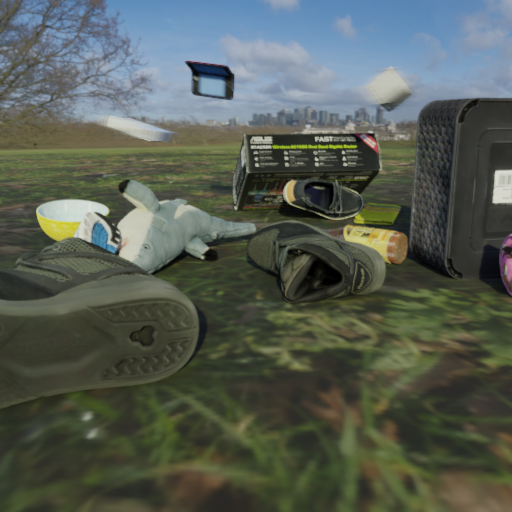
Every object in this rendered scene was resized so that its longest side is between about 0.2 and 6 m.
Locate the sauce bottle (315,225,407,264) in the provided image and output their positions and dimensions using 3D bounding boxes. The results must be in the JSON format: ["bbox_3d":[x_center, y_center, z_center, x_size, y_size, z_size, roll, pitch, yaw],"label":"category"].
[{"bbox_3d":[1.838,-0.256,10.339,1.844,0.609,0.609,10,17,36],"label":"sauce bottle"}]

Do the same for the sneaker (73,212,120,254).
[{"bbox_3d":[-2.587,0.261,8.213,0.804,0.929,2.145,35,25,-19],"label":"sneaker"}]

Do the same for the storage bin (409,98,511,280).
[{"bbox_3d":[3.775,-1.148,9.285,1.903,2.815,1.319,-3,15,-11],"label":"storage bin"}]

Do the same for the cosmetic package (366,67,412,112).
[{"bbox_3d":[2.852,-3.532,11.942,0.654,0.552,1.224,-37,-6,24],"label":"cosmetic package"}]

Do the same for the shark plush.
[{"bbox_3d":[-1.330,-0.197,10.268,1.433,1.563,3.441,38,17,30],"label":"shark plush"}]

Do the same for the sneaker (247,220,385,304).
[{"bbox_3d":[0.538,0.041,8.386,2.459,0.940,1.409,20,18,42],"label":"sneaker"}]

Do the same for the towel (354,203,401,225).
[{"bbox_3d":[3.181,-1.112,14.566,0.972,0.204,2.259,4,15,18],"label":"towel"}]

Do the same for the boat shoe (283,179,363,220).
[{"bbox_3d":[1.781,-1.403,13.714,2.339,0.873,0.728,8,-8,-32],"label":"boat shoe"}]

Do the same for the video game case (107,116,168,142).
[{"bbox_3d":[-2.018,-2.183,9.633,0.786,0.197,0.867,19,13,4],"label":"video game case"}]

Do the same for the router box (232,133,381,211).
[{"bbox_3d":[1.201,-2.138,14.618,3.434,1.067,2.573,-2,-16,-10],"label":"router box"}]

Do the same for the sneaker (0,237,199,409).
[{"bbox_3d":[-2.481,0.590,5.594,3.426,1.310,1.962,-3,12,-24],"label":"sneaker"}]

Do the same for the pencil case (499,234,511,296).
[{"bbox_3d":[4.747,0.140,7.975,2.316,0.959,1.002,1,12,0],"label":"pencil case"}]

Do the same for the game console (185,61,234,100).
[{"bbox_3d":[-1.024,-3.839,12.283,0.988,0.852,0.587,11,30,11],"label":"game console"}]

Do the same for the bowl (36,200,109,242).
[{"bbox_3d":[-3.616,-0.568,11.121,1.362,0.733,1.362,5,22,-2],"label":"bowl"}]
